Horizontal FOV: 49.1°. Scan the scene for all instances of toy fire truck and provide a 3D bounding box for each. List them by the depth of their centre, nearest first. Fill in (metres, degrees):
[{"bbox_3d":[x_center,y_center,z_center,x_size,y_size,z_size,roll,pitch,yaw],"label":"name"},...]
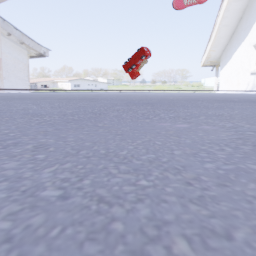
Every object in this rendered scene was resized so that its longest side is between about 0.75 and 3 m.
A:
[{"bbox_3d":[0.403,-2.492,10.877,1.676,0.408,1.182,-37,-13,37],"label":"toy fire truck"}]

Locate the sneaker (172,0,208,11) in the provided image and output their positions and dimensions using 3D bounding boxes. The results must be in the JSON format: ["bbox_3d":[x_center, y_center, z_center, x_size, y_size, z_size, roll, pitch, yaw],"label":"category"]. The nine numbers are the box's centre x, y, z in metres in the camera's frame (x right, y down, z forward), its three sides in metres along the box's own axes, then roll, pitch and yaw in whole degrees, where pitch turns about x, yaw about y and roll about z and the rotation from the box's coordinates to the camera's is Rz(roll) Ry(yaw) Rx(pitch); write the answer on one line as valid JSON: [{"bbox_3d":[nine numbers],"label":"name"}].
[{"bbox_3d":[1.526,-3.076,6.632,1.003,0.369,0.435,-20,16,-10],"label":"sneaker"}]
